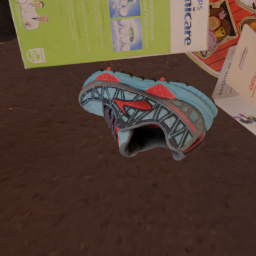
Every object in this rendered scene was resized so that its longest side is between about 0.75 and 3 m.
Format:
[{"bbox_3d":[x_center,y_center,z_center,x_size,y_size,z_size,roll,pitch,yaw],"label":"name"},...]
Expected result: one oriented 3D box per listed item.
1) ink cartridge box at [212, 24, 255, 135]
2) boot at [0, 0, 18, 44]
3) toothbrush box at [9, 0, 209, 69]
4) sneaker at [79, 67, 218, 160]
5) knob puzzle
[{"bbox_3d":[2.255,-0.735,5.009,0.679,2.003,1.153,-1,62,59],"label":"ink cartridge box"},{"bbox_3d":[-2.834,-2.552,6.078,1.807,0.878,2.400,-8,56,33],"label":"boot"},{"bbox_3d":[-0.286,-1.859,4.645,2.688,1.157,1.957,-8,25,-4],"label":"toothbrush box"},{"bbox_3d":[0.002,-0.166,3.851,2.196,0.871,1.049,12,63,38],"label":"sneaker"},{"bbox_3d":[2.205,-2.193,5.890,3.061,3.061,0.424,35,40,29],"label":"knob puzzle"}]
